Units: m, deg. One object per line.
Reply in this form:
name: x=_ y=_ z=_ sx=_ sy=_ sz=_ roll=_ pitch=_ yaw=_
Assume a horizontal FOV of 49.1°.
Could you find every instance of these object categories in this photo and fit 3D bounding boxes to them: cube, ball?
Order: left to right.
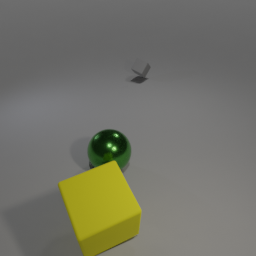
cube: x=-0.636 y=1.875 z=6.445 sx=1.400 sy=1.400 sz=1.400 roll=-20 pitch=54 yaw=-16
ball: x=-0.588 y=0.728 z=8.906 sx=1.400 sy=1.400 sz=1.400 roll=0 pitch=31 yaw=0
cube: x=0.717 y=-3.286 z=15.327 sx=0.700 sy=0.700 sz=0.700 roll=30 pitch=2 yaw=20
